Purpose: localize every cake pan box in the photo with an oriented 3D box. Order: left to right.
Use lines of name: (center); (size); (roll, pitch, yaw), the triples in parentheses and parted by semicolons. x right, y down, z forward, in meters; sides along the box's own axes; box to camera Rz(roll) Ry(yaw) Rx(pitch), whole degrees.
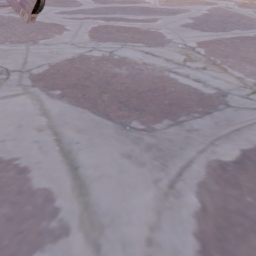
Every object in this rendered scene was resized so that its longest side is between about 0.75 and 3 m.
cake pan box: (-2.276, -3.015, 6.137); (1.070, 0.986, 0.280); (47, 39, 4)
